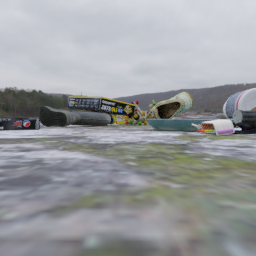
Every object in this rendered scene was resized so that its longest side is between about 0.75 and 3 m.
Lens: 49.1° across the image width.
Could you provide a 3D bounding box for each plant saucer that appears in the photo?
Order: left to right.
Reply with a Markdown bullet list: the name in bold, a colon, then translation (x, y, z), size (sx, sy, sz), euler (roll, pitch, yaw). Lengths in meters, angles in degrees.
- **plant saucer**: translation (2.103, -0.125, 9.641), size (2.898, 0.397, 2.898), euler (-1, 2, 0)

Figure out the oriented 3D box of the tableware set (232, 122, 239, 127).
- **tableware set**: translation (4.355, -0.243, 12.861), size (1.630, 0.371, 2.419), euler (1, 2, 22)

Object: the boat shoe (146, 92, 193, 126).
- **boat shoe**: translation (1.488, -0.684, 11.377), size (0.788, 0.922, 2.515), euler (-28, -5, -42)

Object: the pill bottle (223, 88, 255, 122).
- **pill bottle**: translation (6.024, -1.017, 14.362), size (1.783, 1.783, 2.981), euler (0, 1, 0)

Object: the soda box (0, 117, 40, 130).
- **soda box**: translation (-3.753, -0.149, 9.633), size (1.351, 0.428, 0.478), euler (0, 1, -22)

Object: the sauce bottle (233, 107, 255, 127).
- **sauce bottle**: translation (5.794, -0.444, 11.739), size (2.931, 0.948, 0.948), euler (-3, 3, -18)

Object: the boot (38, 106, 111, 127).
- **boot**: translation (-2.527, -0.540, 13.300), size (2.438, 0.973, 2.681), euler (17, 18, 35)

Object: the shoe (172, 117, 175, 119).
- **shoe**: translation (2.218, -0.420, 15.610), size (0.705, 0.538, 2.017), euler (0, 2, -10)

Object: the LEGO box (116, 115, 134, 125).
- **LEGO box**: translation (-0.200, -0.724, 17.412), size (0.528, 1.019, 1.368), euler (-1, 3, -33)

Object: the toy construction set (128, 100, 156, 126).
- **toy construction set**: translation (0.930, -0.656, 15.397), size (1.835, 1.410, 1.530), euler (-16, -43, 2)

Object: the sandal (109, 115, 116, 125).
- **sandal**: translation (-1.655, -0.492, 16.099), size (1.812, 0.720, 0.789), euler (-1, 7, 16)

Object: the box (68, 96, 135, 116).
- **box**: translation (-1.462, -1.192, 15.174), size (2.364, 0.731, 2.961), euler (11, -2, -43)

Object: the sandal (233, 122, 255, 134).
- **sandal**: translation (3.107, -0.007, 7.296), size (1.267, 0.303, 0.476), euler (-2, 1, -9)

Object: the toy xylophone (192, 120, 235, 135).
- **toy xylophone**: translation (2.140, -0.009, 7.157), size (0.913, 0.313, 1.247), euler (-8, 2, 6)
